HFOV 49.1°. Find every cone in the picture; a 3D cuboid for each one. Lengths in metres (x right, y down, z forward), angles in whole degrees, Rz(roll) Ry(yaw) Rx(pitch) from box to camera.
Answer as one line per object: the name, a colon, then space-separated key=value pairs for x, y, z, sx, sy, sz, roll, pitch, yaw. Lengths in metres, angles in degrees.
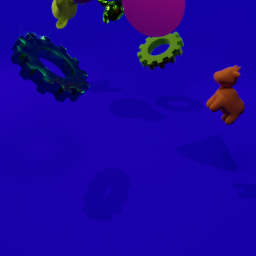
cone: x=0.798 y=-2.995 z=6.288 sx=1.399 sy=1.399 sz=1.404 roll=14 pitch=45 yaw=22

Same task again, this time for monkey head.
monkey head: x=-0.458 y=-3.347 z=7.725 sx=1.054 sy=0.758 sz=0.635 roll=-50 pitch=28 yaw=-7
monkey head: x=-2.024 y=-4.259 z=9.768 sx=1.219 sy=1.021 sz=1.695 roll=10 pitch=60 yaw=4

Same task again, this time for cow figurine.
cow figurine: x=1.913 y=-0.635 z=5.253 sx=0.935 sy=0.920 sz=0.513 roll=38 pitch=16 yaw=-11

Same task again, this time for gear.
gear: x=-1.375 y=-1.105 z=5.124 sx=1.452 sy=0.268 sz=1.452 roll=34 pitch=30 yaw=-23
gear: x=1.013 y=-2.464 z=8.827 sx=1.433 sy=0.265 sz=1.433 roll=-15 pitch=52 yaw=20

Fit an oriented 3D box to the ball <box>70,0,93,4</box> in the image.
ball: x=-1.376 y=-4.310 z=8.060 sx=1.344 sy=1.344 sz=1.344 roll=0 pitch=31 yaw=0
